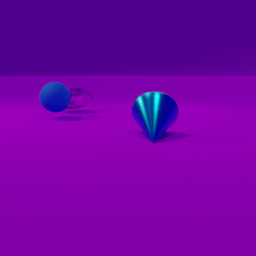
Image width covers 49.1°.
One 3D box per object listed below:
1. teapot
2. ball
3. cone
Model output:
[{"bbox_3d":[-2.101,-1.002,10.408,1.730,0.847,1.076,-9,-3,6],"label":"teapot"},{"bbox_3d":[-2.330,-0.981,8.989,0.975,0.975,0.975,0,11,0],"label":"ball"},{"bbox_3d":[0.595,-0.040,6.391,1.148,1.148,1.153,1,38,7],"label":"cone"}]
